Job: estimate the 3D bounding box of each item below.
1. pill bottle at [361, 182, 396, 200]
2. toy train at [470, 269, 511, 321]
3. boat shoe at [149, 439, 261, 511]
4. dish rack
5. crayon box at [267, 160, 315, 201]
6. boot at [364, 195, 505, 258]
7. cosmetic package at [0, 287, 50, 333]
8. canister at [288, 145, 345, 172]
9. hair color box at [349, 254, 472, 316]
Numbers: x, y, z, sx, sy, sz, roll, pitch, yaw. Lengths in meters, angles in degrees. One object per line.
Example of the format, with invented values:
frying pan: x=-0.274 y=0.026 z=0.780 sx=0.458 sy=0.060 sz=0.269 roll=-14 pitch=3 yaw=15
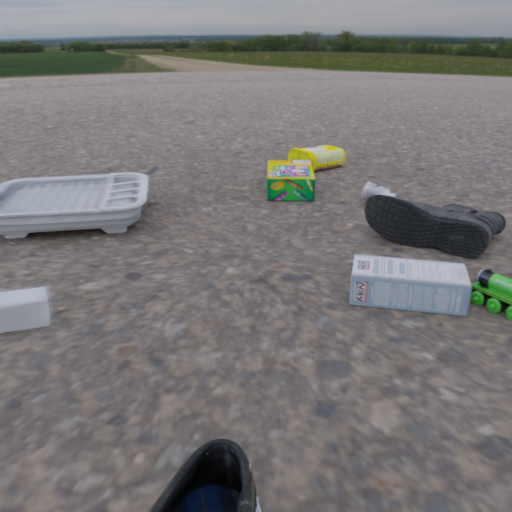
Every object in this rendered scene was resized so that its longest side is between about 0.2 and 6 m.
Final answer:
pill bottle: x=2.899 y=-1.424 z=13.231 sx=0.716 sy=0.428 sz=0.428 roll=27 pitch=32 yaw=19
toy train: x=3.982 y=0.729 z=8.037 sx=0.426 sy=0.576 sz=2.043 roll=-15 pitch=28 yaw=-31
boat shoe: x=-0.602 y=2.365 z=3.640 sx=1.039 sy=0.984 sz=2.971 roll=8 pitch=24 yaw=18
dish rack: x=-4.021 y=-1.095 z=12.164 sx=3.296 sy=0.718 sz=2.829 roll=-3 pitch=24 yaw=-8
crayon box: x=0.860 y=-1.961 z=14.369 sx=1.173 sy=0.575 sz=1.975 roll=1 pitch=23 yaw=2
boot: x=3.574 y=-0.707 z=11.307 sx=2.521 sy=0.880 sz=1.659 roll=24 pitch=28 yaw=24
cosmetic package: x=-3.473 y=0.783 z=7.951 sx=0.969 sy=0.492 sz=0.345 roll=-6 pitch=36 yaw=-16
canister: x=1.806 y=-2.889 z=16.548 sx=1.408 sy=0.609 sz=1.046 roll=-15 pitch=27 yaw=-34
hair color box: x=2.373 y=0.438 z=8.779 sx=1.751 sy=0.531 sz=0.867 roll=6 pitch=24 yaw=11
